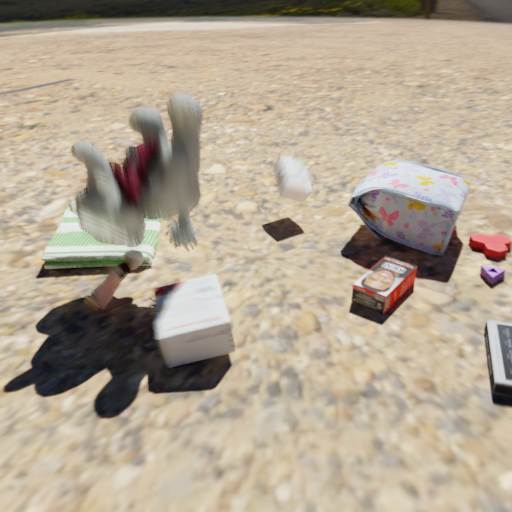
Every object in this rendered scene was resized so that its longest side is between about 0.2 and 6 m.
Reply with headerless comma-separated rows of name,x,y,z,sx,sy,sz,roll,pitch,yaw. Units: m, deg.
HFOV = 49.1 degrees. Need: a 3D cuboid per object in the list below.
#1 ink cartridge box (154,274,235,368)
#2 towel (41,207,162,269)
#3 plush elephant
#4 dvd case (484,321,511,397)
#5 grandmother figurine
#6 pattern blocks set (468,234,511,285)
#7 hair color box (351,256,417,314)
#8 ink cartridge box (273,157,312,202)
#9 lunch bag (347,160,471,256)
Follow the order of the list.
ink cartridge box,-0.890,0.886,7.887,0.944,0.536,1.295,-12,31,-6
towel,-2.839,-0.497,10.786,2.013,0.309,2.640,-2,28,-4
plush elephant,-1.921,-1.069,8.355,1.886,2.436,2.006,-16,21,-30
dvd case,4.025,1.447,7.303,1.877,0.232,1.411,8,29,13
grandmother figurine,-2.184,0.351,8.733,1.159,0.351,0.703,-52,13,-30
pattern blocks set,5.334,0.266,9.429,3.030,0.246,2.664,4,29,7
hair color box,2.066,0.445,8.989,0.587,0.354,1.156,21,36,31
ink cartridge box,0.731,-1.552,11.340,0.601,0.347,0.825,11,48,-29
lunch bag,2.911,-1.017,10.778,1.951,1.240,1.654,22,36,16
